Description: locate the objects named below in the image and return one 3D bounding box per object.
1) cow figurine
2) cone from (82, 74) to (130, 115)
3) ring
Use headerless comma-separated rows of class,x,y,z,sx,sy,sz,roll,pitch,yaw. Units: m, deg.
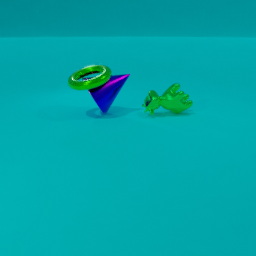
cow figurine,1.321,-0.869,9.676,1.463,1.487,0.816,-35,46,19
cone,-0.552,-1.468,9.651,1.478,1.473,1.473,-32,22,2
ring,-1.265,-1.678,9.249,1.501,0.300,1.501,-11,33,7
